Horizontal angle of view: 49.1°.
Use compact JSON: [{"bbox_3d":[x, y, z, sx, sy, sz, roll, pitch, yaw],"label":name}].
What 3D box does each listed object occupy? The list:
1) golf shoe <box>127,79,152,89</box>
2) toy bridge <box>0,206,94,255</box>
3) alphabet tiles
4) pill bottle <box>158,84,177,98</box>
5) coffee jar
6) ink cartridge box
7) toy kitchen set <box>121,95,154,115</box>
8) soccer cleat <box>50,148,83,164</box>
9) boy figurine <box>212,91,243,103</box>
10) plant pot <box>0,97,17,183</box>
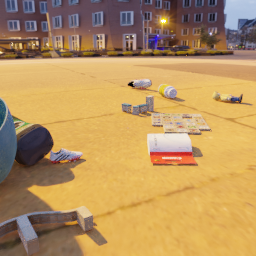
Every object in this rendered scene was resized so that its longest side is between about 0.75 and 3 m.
[{"bbox_3d":[0.838,-3.113,20.075,1.921,0.698,0.885,5,21,43],"label":"golf shoe"},{"bbox_3d":[-1.838,1.909,5.101,2.474,0.337,0.832,-12,21,-32],"label":"toy bridge"},{"bbox_3d":[2.189,-0.238,12.085,2.328,0.105,2.785,1,18,4],"label":"alphabet tiles"},{"bbox_3d":[2.455,-2.248,17.217,0.746,0.746,1.341,-7,19,-20],"label":"pill bottle"},{"bbox_3d":[-3.434,0.322,8.688,2.406,1.027,1.255,15,42,39],"label":"coffee jar"},{"bbox_3d":[1.348,0.620,8.947,1.384,0.409,1.729,0,17,1],"label":"ink cartridge box"},{"bbox_3d":[0.486,-1.212,13.996,1.302,0.767,1.043,-16,24,-41],"label":"toy kitchen set"},{"bbox_3d":[-1.850,0.789,8.402,0.994,0.423,0.341,-8,20,-22],"label":"soccer cleat"},{"bbox_3d":[5.753,-1.799,16.223,1.653,0.532,1.027,13,25,29],"label":"boy figurine"},{"bbox_3d":[-3.663,0.570,6.589,2.433,1.638,2.433,-7,44,7],"label":"plant pot"}]
